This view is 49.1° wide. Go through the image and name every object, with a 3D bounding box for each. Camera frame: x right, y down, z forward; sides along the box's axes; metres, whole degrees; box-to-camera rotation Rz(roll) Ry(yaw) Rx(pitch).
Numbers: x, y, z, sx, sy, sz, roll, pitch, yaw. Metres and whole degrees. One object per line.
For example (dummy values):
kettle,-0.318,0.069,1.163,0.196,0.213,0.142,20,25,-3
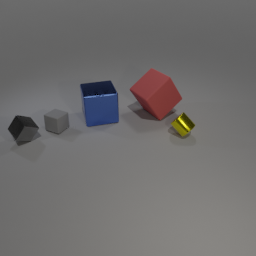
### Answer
cube,-1.231,-1.075,12.032,1.400,1.400,1.400,-9,34,-12
cube,-2.903,-0.281,11.415,0.700,0.700,0.700,16,32,22
cylinder,2.149,-0.142,10.951,0.700,0.700,0.700,48,45,2
cube,1.211,-1.481,12.175,1.400,1.400,1.400,-44,41,-4
cube,-3.959,0.022,10.607,0.700,0.700,0.700,44,17,25
